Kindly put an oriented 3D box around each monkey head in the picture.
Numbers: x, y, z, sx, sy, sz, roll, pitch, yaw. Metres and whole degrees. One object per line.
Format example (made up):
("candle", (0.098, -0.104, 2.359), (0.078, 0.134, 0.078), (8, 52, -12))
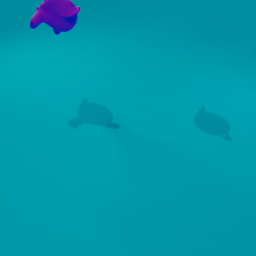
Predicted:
("monkey head", (-2.130, -3.201, 8.193), (1.836, 1.107, 1.321), (-5, 52, 60))
